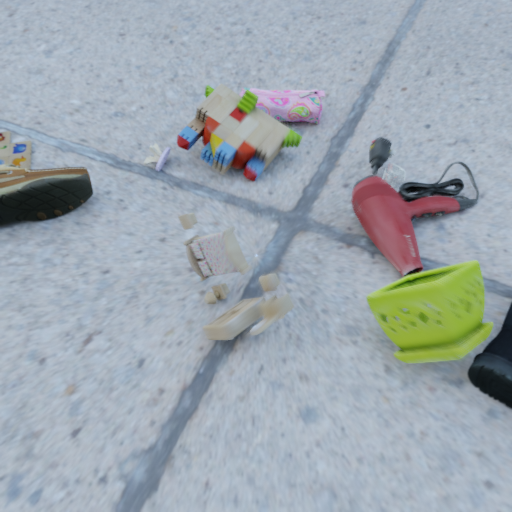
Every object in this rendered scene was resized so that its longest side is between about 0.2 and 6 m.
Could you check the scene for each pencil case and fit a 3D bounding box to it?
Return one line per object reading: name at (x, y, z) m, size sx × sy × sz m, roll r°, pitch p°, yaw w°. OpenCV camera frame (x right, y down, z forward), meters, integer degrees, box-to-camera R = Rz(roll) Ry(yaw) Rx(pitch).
pencil case at (0.579, -3.446, 12.790) m, size 1.924 × 0.841 × 0.841 m, roll 1°, pitch 50°, yaw 2°

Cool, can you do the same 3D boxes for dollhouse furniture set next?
dollhouse furniture set at (-0.599, 0.247, 8.858) m, size 0.963 × 1.973 × 1.682 m, roll -34°, pitch 14°, yaw -38°

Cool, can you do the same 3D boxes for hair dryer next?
hair dryer at (3.033, -0.978, 10.641) m, size 2.430 × 0.867 × 3.191 m, roll 19°, pitch 60°, yaw 7°

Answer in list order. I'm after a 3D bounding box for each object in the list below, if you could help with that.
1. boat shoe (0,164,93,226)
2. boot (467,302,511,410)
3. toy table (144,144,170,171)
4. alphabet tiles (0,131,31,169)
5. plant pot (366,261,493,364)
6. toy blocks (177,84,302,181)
boat shoe at (-4.701, -1.271, 10.697) m, size 2.980 × 1.127 × 1.100 m, roll -15°, pitch 61°, yaw -13°
boot at (4.966, 1.590, 8.410) m, size 2.832 × 1.081 × 2.379 m, roll 30°, pitch 60°, yaw 30°
toy table at (-2.108, -2.114, 11.911) m, size 0.351 × 0.551 × 0.600 m, roll 24°, pitch 51°, yaw -2°
alphabet tiles at (-5.909, -1.673, 11.785) m, size 2.278 × 0.103 × 2.725 m, roll -11°, pitch 51°, yaw -8°
plant pot at (2.728, 0.901, 8.595) m, size 1.348 × 1.342 × 1.223 m, roll -19°, pitch 90°, yaw -42°
toy blocks at (-0.501, -2.457, 11.722) m, size 2.403 × 1.201 × 1.642 m, roll 34°, pitch 62°, yaw 4°
